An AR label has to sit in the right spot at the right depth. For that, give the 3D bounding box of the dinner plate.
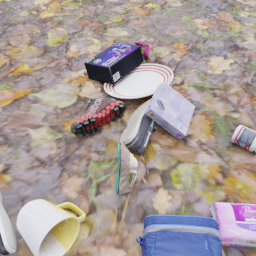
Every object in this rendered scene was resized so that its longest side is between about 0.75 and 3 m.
[{"bbox_3d":[0.425,-1.855,11.337,2.823,0.342,2.823,-8,37,6],"label":"dinner plate"}]

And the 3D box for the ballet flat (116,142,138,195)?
[{"bbox_3d":[-0.030,1.128,7.835,0.584,1.736,0.591,1,33,-5],"label":"ballet flat"}]

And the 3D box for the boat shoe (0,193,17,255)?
[{"bbox_3d":[-3.634,2.215,7.245,0.822,1.007,2.726,-26,49,-21],"label":"boat shoe"}]

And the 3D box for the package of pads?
[{"bbox_3d":[3.039,2.490,7.216,1.701,0.643,1.025,2,46,2],"label":"package of pads"}]

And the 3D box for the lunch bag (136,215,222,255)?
[{"bbox_3d":[1.141,2.737,6.514,1.937,1.316,1.282,2,45,5],"label":"lunch bag"}]

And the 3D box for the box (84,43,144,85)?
[{"bbox_3d":[-0.574,-2.820,12.028,1.495,0.835,2.119,16,46,37],"label":"box"}]

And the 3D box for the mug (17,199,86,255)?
[{"bbox_3d":[-2.013,2.480,7.087,1.281,1.560,1.250,25,84,33],"label":"mug"}]

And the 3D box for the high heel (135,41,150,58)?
[{"bbox_3d":[0.661,-3.717,13.308,0.701,0.492,1.459,8,31,-6],"label":"high heel"}]

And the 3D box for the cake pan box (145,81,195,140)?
[{"bbox_3d":[1.539,-0.616,9.790,1.655,0.433,1.524,35,54,-14],"label":"cake pan box"}]

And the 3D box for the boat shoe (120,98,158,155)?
[{"bbox_3d":[0.571,-0.132,9.853,0.839,0.972,2.675,46,43,-15],"label":"boat shoe"}]

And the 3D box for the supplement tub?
[{"bbox_3d":[3.975,0.372,9.257,0.917,0.644,0.644,30,53,27],"label":"supplement tub"}]

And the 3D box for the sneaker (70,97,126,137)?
[{"bbox_3d":[-1.195,-0.477,9.980,2.248,0.795,1.098,-32,54,-30],"label":"sneaker"}]
